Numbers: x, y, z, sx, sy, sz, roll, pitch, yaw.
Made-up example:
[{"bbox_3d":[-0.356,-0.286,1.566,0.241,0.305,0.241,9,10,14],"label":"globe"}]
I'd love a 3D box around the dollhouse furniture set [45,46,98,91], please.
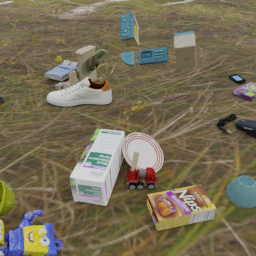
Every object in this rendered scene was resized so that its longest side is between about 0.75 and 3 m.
[{"bbox_3d":[-3.327,-3.250,14.513,2.738,1.787,2.585,16,36,23],"label":"dollhouse furniture set"}]

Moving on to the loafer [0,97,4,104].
[{"bbox_3d":[-6.537,-1.271,12.658,1.667,0.525,0.599,-9,35,-13],"label":"loafer"}]

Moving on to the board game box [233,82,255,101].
[{"bbox_3d":[6.034,-1.809,13.760,1.632,0.264,0.980,-24,45,-32],"label":"board game box"}]

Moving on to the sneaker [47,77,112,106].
[{"bbox_3d":[-2.244,-1.752,12.756,2.960,1.253,1.078,-4,35,-3],"label":"sneaker"}]

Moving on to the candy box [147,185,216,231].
[{"bbox_3d":[1.418,2.125,7.601,1.615,0.456,0.942,-7,33,-13],"label":"candy box"}]

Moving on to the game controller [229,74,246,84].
[{"bbox_3d":[5.860,-2.643,15.027,0.516,0.208,0.988,-8,33,-12],"label":"game controller"}]

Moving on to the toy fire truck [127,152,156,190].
[{"bbox_3d":[0.402,1.276,8.391,0.866,0.984,0.633,-1,34,0],"label":"toy fire truck"}]

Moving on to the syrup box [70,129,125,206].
[{"bbox_3d":[-0.828,1.110,8.631,0.972,1.005,2.469,5,33,12],"label":"syrup box"}]

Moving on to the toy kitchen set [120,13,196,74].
[{"bbox_3d":[1.056,-3.478,10.503,2.799,1.649,2.242,-4,76,13],"label":"toy kitchen set"}]

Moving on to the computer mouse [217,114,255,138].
[{"bbox_3d":[4.480,-0.069,10.920,1.360,0.446,1.936,-20,38,-29],"label":"computer mouse"}]

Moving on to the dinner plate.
[{"bbox_3d":[0.482,0.839,9.282,1.530,0.186,1.530,14,54,-20],"label":"dinner plate"}]

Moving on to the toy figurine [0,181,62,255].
[{"bbox_3d":[-2.425,2.666,6.594,1.672,1.472,2.791,15,26,-32],"label":"toy figurine"}]

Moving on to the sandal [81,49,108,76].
[{"bbox_3d":[-0.906,-1.707,7.341,0.360,0.906,0.258,33,28,-35],"label":"sandal"}]

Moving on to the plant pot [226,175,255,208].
[{"bbox_3d":[3.345,1.734,8.040,0.919,0.619,0.919,0,34,0],"label":"plant pot"}]
